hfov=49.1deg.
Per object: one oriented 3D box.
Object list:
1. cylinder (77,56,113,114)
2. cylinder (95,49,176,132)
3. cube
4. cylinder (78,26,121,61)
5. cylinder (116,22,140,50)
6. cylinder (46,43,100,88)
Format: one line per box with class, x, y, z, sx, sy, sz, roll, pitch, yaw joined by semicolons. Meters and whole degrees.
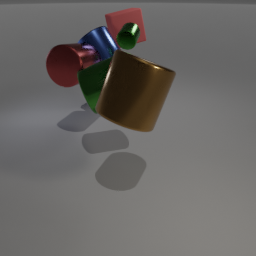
cylinder;-0.586;-1.310;8.333;1.400;1.400;1.400;-22;28;5
cylinder;0.152;-0.819;6.160;1.400;1.400;1.400;20;15;-5
cube;-0.123;-4.605;12.818;1.400;1.400;1.400;-17;27;-8
cylinder;-1.050;-2.967;10.913;1.400;1.400;1.400;-32;4;2
cylinder;0.020;-3.172;9.659;0.700;0.700;0.700;7;43;12
cylinder;-1.886;-2.226;9.787;1.400;1.400;1.400;9;21;17
